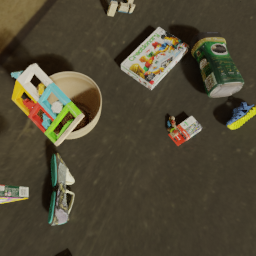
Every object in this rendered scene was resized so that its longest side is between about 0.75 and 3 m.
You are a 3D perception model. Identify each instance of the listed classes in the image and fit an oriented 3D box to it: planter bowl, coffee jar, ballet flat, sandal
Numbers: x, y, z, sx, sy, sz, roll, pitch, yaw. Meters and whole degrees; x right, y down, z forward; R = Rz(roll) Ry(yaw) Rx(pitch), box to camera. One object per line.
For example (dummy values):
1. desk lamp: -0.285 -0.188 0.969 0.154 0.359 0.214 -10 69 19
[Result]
1. planter bowl: -2.009 -0.566 9.749 2.302 1.549 2.302 0 66 0
2. coffee jar: 3.340 -2.503 10.790 1.347 1.102 2.583 -6 66 -17
3. ballet flat: -2.154 1.971 9.178 0.833 0.833 2.316 -3 67 -1
4. sandal: 4.108 -0.485 10.300 1.456 0.579 0.634 -33 61 -20

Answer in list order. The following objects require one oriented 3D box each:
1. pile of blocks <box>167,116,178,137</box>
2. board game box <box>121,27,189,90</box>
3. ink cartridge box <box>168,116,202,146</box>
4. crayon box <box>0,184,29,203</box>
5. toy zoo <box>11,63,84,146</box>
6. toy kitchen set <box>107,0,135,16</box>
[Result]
1. pile of blocks: 1.600 -0.086 10.216 0.346 0.262 0.842 -9 63 -2
2. board game box: 1.104 -2.855 11.339 1.567 0.430 2.482 37 71 15
3. ink cartridge box: 2.071 0.104 10.140 1.099 0.277 0.599 -33 68 -13
4. crayon box: -3.173 1.626 6.852 0.935 1.083 0.316 -14 70 20
5. toy zoo: -2.394 -0.718 7.817 2.280 1.496 0.233 46 38 0
6. toy kitchen set: -0.351 -5.515 12.500 1.131 0.666 0.906 0 65 -22
